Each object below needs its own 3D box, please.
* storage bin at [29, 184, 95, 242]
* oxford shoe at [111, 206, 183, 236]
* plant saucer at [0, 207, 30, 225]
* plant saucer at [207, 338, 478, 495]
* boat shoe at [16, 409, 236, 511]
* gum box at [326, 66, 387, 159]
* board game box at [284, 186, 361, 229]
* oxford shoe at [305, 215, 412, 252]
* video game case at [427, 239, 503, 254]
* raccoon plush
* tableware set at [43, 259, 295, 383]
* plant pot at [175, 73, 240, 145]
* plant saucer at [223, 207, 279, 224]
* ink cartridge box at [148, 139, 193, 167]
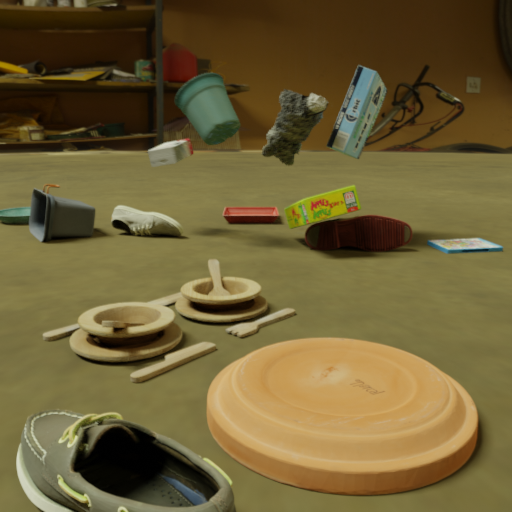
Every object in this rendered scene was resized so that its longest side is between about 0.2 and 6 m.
[{"bbox_3d":[-4.339,-0.964,12.577,1.108,1.201,1.650,3,9,-34],"label":"storage bin"},{"bbox_3d":[-2.462,-0.667,12.513,1.819,0.684,0.525,13,59,19],"label":"oxford shoe"},{"bbox_3d":[-5.937,-1.025,14.414,1.482,0.266,1.482,0,14,0],"label":"plant saucer"},{"bbox_3d":[0.720,1.214,4.910,2.304,0.372,2.304,0,14,0],"label":"plant saucer"},{"bbox_3d":[-0.893,1.378,3.607,2.154,0.644,0.770,12,18,42],"label":"boat shoe"},{"bbox_3d":[2.079,-2.821,11.354,0.417,1.592,1.874,24,12,15],"label":"gum box"},{"bbox_3d":[1.268,-0.938,11.197,1.018,0.477,2.004,-15,1,-7],"label":"board game box"},{"bbox_3d":[2.049,-0.508,11.288,2.092,0.737,0.782,2,11,8],"label":"oxford shoe"},{"bbox_3d":[4.210,-0.203,11.337,1.189,0.106,0.851,-2,13,-10],"label":"video game case"},{"bbox_3d":[0.655,-2.473,10.937,0.977,1.352,2.019,25,8,1],"label":"raccoon plush"},{"bbox_3d":[-0.988,0.605,6.987,1.854,0.562,2.805,11,17,39],"label":"tableware set"},{"bbox_3d":[-0.895,-2.807,10.956,1.061,1.039,1.061,-26,-13,-6],"label":"plant pot"},{"bbox_3d":[-0.141,-1.048,14.535,1.398,0.256,1.395,1,13,-1],"label":"plant saucer"},{"bbox_3d":[-1.878,-2.277,12.352,0.655,0.372,0.899,-6,19,19],"label":"ink cartridge box"}]
